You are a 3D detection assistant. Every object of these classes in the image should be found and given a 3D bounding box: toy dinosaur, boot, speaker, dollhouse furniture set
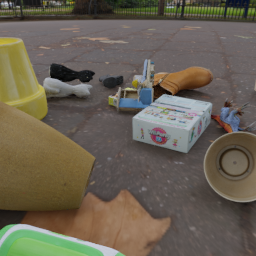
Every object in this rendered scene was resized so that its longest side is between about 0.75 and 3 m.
[{"bbox_3d":[3.537,-0.029,9.421,1.148,2.187,1.984,40,49,-12],"label":"toy dinosaur"},{"bbox_3d":[-1.063,-2.381,14.176,1.076,0.570,1.634,12,18,29],"label":"boot"},{"bbox_3d":[-1.084,2.169,4.392,2.132,0.943,0.943,8,28,17],"label":"speaker"},{"bbox_3d":[2.276,-1.938,12.661,2.916,1.074,2.256,-2,24,22],"label":"boot"},{"bbox_3d":[0.265,-1.794,10.468,1.388,2.127,2.008,3,65,6],"label":"dollhouse furniture set"}]

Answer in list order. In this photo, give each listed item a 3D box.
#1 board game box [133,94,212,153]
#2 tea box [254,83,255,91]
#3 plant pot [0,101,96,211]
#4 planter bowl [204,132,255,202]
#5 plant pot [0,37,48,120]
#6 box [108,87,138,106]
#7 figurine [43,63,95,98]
[{"bbox_3d":[1.560,-0.267,9.470,1.889,0.823,2.561,14,28,27],"label":"board game box"},{"bbox_3d":[7.047,-1.965,12.174,2.118,1.438,2.153,-1,27,0],"label":"tea box"},{"bbox_3d":[-2.048,0.847,6.062,2.466,2.298,2.298,18,27,-3],"label":"plant pot"},{"bbox_3d":[2.596,0.865,6.655,1.549,1.549,1.042,7,1,15],"label":"planter bowl"},{"bbox_3d":[-4.608,-1.704,10.152,2.977,2.801,2.977,-1,27,0],"label":"plant pot"},{"bbox_3d":[-0.171,-1.362,12.171,0.574,0.382,1.524,17,30,29],"label":"box"},{"bbox_3d":[-2.634,-2.114,12.905,2.102,0.928,2.155,3,40,-4],"label":"figurine"}]
